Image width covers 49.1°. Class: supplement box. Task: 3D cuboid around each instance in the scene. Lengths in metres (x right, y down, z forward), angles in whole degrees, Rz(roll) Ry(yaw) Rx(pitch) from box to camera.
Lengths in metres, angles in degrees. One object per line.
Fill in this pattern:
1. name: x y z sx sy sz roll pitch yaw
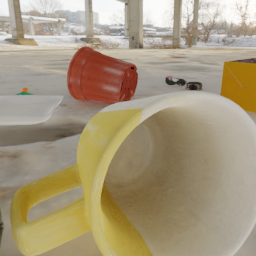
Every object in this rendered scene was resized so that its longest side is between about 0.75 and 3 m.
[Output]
1. supplement box: 5.330 -1.648 10.605 2.555 1.696 2.520 -17 25 -40

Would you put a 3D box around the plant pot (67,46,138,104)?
1. plant pot: -0.890 -1.930 11.127 2.153 2.214 2.214 17 24 21

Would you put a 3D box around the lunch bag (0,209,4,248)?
1. lunch bag: -2.242 1.389 2.702 1.651 1.184 2.013 -6 26 -15

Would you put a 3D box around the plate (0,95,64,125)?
1. plate: -3.796 -0.619 9.531 2.847 0.460 2.841 -1 18 -3

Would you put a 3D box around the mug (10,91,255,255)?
1. mug: 0.032 0.463 3.883 2.744 2.198 2.253 15 4 -24

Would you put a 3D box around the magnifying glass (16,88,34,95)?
1. magnifying glass: -4.583 -1.481 12.382 0.865 0.243 2.174 -6 19 -16

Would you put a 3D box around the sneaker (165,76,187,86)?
1. sneaker: 2.594 -2.468 15.022 1.235 0.496 0.533 21 17 28

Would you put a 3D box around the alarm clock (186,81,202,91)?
1. alarm clock: 3.368 -2.151 14.138 0.773 0.382 1.146 7 17 21
